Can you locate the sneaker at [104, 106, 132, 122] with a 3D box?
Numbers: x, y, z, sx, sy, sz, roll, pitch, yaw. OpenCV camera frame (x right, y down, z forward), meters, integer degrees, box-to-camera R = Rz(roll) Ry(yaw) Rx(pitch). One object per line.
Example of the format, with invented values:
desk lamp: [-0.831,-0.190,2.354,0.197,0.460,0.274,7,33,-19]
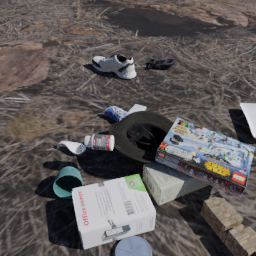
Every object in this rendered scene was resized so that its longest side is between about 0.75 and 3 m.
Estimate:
sneaker: [-0.379,-0.516,11.677,1.426,0.540,0.549,14,36,20]

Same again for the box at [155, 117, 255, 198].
box: [2.381,0.797,8.603,2.631,0.525,1.801,23,44,16]

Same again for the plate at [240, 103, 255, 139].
plate: [5.973,-0.177,11.359,2.433,0.394,2.438,4,38,3]

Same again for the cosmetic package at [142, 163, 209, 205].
cosmetic package: [1.683,1.451,8.895,2.212,0.786,1.164,-15,42,-19]

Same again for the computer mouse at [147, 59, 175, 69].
computer mouse: [1.889,-3.564,15.820,1.523,0.401,1.055,0,38,19]

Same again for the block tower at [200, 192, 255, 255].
block tower: [2.817,2.763,7.362,0.654,0.611,2.262,-14,39,-19]

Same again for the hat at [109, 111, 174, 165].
hat: [0.649,0.577,9.748,2.720,1.097,2.720,5,37,-4]

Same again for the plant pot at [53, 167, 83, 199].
plant pot: [-1.844,1.614,8.697,0.881,0.881,0.707,-6,27,-7]

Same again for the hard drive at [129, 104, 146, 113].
hard drive: [0.380,-0.758,12.346,0.551,0.111,0.835,18,41,22]

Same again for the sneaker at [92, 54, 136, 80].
sneaker: [-0.774,-3.589,15.209,2.852,1.141,1.051,21,44,27]

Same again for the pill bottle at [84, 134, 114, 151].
pill bottle: [-0.887,0.441,8.670,0.858,0.475,0.475,3,38,6]

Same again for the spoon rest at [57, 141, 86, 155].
spoon rest: [-2.088,0.700,10.274,1.108,0.336,0.551,10,39,14]

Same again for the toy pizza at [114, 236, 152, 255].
toy pizza: [0.134,3.216,7.154,0.955,0.151,0.955,-1,37,1]

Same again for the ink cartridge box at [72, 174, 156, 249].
ink cartridge box: [-0.434,2.262,7.809,2.022,0.849,1.471,-10,39,-13]
